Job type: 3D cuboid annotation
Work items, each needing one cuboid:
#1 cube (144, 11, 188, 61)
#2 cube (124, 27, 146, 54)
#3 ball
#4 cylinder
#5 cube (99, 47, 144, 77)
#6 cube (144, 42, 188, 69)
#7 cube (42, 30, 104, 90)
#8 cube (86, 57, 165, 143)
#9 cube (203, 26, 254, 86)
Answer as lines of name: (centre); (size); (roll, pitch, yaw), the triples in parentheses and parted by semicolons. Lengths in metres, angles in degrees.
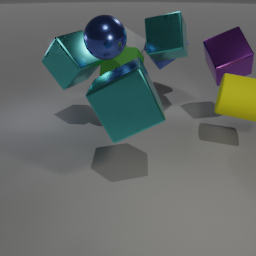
cube: (1.542, -3.554, 11.091); (1.400, 1.400, 1.400); (-4, 0, 19)
cube: (-0.197, -3.482, 12.637); (1.400, 1.400, 1.400); (27, 44, -13)
ball: (-0.737, -2.907, 9.051); (1.400, 1.400, 1.400); (0, 28, 0)
cylinder: (3.822, -1.042, 9.537); (1.400, 1.400, 1.400); (13, 30, 12)
cube: (-0.222, -2.381, 11.247); (1.400, 1.400, 1.400); (6, 1, 14)
cube: (1.803, -3.987, 13.624); (1.400, 1.400, 1.400); (-35, -5, -11)
cube: (-2.041, -2.518, 10.392); (1.400, 1.400, 1.400); (-37, 1, 44)
cube: (-0.024, -0.727, 7.001); (1.400, 1.400, 1.400); (-24, 21, 12)
cube: (3.870, -2.737, 10.869); (1.400, 1.400, 1.400); (-20, 65, 12)
